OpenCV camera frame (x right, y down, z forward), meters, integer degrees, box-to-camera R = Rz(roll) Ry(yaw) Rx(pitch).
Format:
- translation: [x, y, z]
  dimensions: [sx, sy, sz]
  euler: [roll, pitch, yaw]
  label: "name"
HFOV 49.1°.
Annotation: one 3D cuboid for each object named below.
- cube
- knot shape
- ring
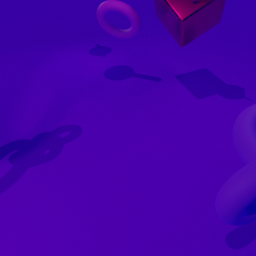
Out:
- translation: [1.556, -3.179, 7.216]
  dimensions: [1.299, 1.299, 1.299]
  euler: [-33, 74, 2]
  label: "cube"
- translation: [1.779, 0.386, 3.236]
  dimensions: [0.963, 1.951, 2.085]
  euler: [38, 11, -3]
  label: "knot shape"
- translation: [-0.267, -3.099, 8.081]
  dimensions: [1.335, 1.335, 0.267]
  euler: [14, 68, 16]
  label: "ring"
